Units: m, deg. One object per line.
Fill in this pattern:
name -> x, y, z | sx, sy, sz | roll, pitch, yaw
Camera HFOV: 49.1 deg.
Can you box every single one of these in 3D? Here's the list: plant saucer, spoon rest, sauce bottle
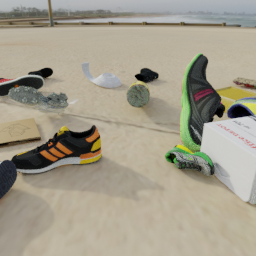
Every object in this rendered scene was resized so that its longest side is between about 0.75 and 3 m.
plant saucer -> 3.934, -1.119, 10.570 | 1.922, 0.466, 1.922 | -15, 28, -29
spoon rest -> -1.317, -2.407, 13.398 | 2.384, 0.723, 1.184 | 34, 41, 31
sauce bottle -> 0.401, -1.317, 10.422 | 0.821, 0.821, 2.537 | 1, 12, 3

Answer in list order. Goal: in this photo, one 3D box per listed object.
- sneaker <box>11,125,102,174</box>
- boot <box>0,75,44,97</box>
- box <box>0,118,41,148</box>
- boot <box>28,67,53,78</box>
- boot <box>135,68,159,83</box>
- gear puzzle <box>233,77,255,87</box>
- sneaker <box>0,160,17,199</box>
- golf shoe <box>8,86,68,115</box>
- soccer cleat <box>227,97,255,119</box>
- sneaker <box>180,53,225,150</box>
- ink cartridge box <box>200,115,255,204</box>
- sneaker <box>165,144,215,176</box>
sneaker -> -1.665, 0.404, 6.555 | 2.117, 0.952, 0.740 | -8, 25, -16
boot -> -4.795, -1.973, 12.203 | 2.045, 0.741, 1.476 | -16, 27, -25
box -> -3.267, 0.118, 8.180 | 1.212, 0.158, 1.482 | -10, 27, -22
boot -> -4.288, -2.606, 13.797 | 1.321, 0.497, 0.988 | -20, 22, -16
boot -> 0.778, -2.627, 13.943 | 1.063, 0.480, 1.297 | -20, 35, -37
gear puzzle -> 5.841, -1.935, 12.709 | 2.001, 0.262, 1.036 | 20, 29, 31
sneaker -> -2.937, 1.300, 5.099 | 0.839, 0.718, 2.046 | -10, 18, 20
golf shoe -> -2.930, -0.780, 9.158 | 1.865, 0.907, 0.730 | 11, 53, -16
soccer cleat -> 4.149, -0.151, 7.947 | 1.220, 0.943, 2.916 | -20, 28, -25
sneaker -> 2.010, -0.706, 7.533 | 1.135, 2.710, 1.040 | 1, -15, 14
ink cartridge box -> 3.160, 0.507, 6.213 | 2.485, 1.067, 1.819 | -8, 26, -19
sneaker -> 1.387, 0.811, 6.354 | 0.553, 0.507, 1.298 | -28, 28, -30
